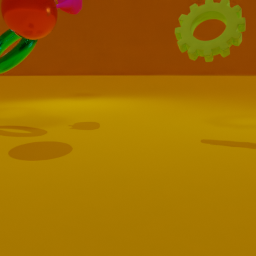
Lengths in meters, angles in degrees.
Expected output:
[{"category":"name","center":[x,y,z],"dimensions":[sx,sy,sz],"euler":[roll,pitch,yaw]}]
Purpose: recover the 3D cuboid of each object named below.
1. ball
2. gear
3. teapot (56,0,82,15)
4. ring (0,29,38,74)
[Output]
[{"category":"ball","center":[-2.170,-2.582,6.210],"dimensions":[1.186,1.186,1.186],"euler":[0,12,0]},{"category":"gear","center":[1.879,-2.281,6.489],"dimensions":[1.524,1.524,0.282],"euler":[5,-16,24]},{"category":"teapot","center":[-1.924,-4.144,8.850],"dimensions":[0.857,1.088,1.750],"euler":[-1,46,0]},{"category":"ring","center":[-3.246,-2.215,7.724],"dimensions":[1.854,1.854,0.371],"euler":[9,-29,37]}]
